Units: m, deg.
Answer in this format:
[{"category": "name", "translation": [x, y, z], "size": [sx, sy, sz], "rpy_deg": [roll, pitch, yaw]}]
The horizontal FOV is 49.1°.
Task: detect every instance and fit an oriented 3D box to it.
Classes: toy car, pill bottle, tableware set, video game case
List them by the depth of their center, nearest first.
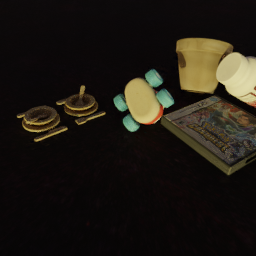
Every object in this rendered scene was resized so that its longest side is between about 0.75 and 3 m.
[{"category": "video game case", "translation": [2.776, 0.013, 8.362], "size": [2.449, 0.346, 2.710], "rpy_deg": [-21, 41, -27]}, {"category": "toy car", "translation": [0.737, -0.701, 8.672], "size": [1.666, 1.536, 1.474], "rpy_deg": [19, 41, -55]}, {"category": "pill bottle", "translation": [3.934, -1.411, 8.747], "size": [2.272, 1.283, 1.283], "rpy_deg": [23, 29, -24]}, {"category": "tableware set", "translation": [-2.178, -0.637, 9.097], "size": [2.557, 0.512, 1.690], "rpy_deg": [-24, 43, -29]}]

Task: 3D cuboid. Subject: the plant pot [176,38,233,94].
[{"category": "plant pot", "translation": [2.544, -2.105, 9.835], "size": [1.917, 1.663, 1.917], "rpy_deg": [9, 6, -1]}]
